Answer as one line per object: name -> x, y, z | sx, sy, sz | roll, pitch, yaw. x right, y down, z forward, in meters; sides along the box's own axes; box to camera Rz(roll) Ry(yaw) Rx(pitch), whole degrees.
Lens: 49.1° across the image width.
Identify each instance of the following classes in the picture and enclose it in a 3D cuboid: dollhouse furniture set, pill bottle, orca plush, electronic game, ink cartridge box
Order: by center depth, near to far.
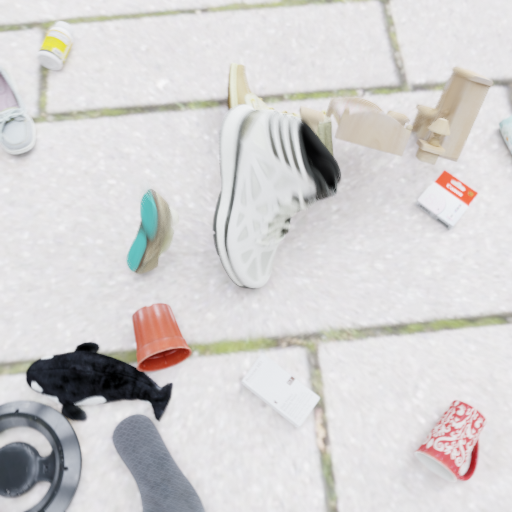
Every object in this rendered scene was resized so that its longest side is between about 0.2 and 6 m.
electronic game -> -4.318, 3.824, 10.033 | 2.406, 0.501, 2.406 | -1, 72, 3
orca plush -> -2.993, 2.386, 10.289 | 2.777, 0.987, 1.461 | 23, 72, 8
dollhouse furniture set -> 2.510, -3.165, 10.882 | 3.315, 1.618, 2.827 | 14, 26, -7
ink cartridge box -> 4.102, -1.249, 11.966 | 0.927, 0.325, 1.140 | 39, 79, 13
pill bottle -> -4.657, -4.924, 13.093 | 0.585, 0.585, 1.041 | 15, 70, 5

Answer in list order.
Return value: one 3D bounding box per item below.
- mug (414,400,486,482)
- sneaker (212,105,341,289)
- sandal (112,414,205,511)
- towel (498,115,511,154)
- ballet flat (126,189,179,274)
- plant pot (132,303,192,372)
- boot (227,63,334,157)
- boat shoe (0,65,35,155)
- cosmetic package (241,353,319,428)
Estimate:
mug -> 3.592, 3.380, 10.180 | 0.822, 1.094, 1.232 | 20, 62, 45
sneaker -> 0.380, -0.798, 10.068 | 2.049, 3.562, 1.344 | 18, 31, 35
sandal -> -1.651, 4.160, 9.958 | 1.080, 0.608, 2.841 | -21, 62, -15
towel -> 6.564, -2.482, 12.286 | 1.997, 0.481, 1.709 | -16, 71, -5
ballet flat -> -1.901, -0.490, 10.662 | 0.806, 2.140, 0.726 | -14, 56, -35
plant pot -> -1.874, 1.520, 10.644 | 1.052, 1.052, 1.023 | -19, 64, -7
boot -> 0.502, -3.000, 12.197 | 2.147, 1.001, 2.777 | -9, 76, -2
boat shoe -> -5.579, -3.319, 12.428 | 0.872, 0.759, 2.365 | -19, 72, -7
cosmetic package -> 0.443, 2.525, 10.507 | 1.360, 0.504, 0.691 | 35, 74, 10
